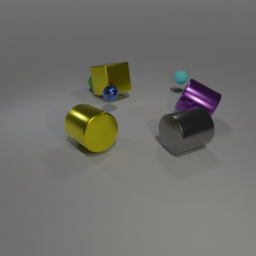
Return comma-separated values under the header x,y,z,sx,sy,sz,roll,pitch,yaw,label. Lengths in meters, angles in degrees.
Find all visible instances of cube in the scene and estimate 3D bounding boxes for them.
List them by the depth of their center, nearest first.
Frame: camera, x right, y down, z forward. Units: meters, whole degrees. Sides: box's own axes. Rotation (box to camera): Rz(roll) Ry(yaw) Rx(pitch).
x,y,z,sx,sy,sz,roll,pitch,yaw,label
-0.844,-2.422,13.731,1.400,1.400,1.400,-19,19,-34,cube

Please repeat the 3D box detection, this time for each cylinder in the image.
x,y,z,sx,sy,sz,roll,pitch,yaw,label
2.017,0.068,9.769,1.400,1.400,1.400,-15,33,-25,cylinder
-1.295,-0.031,9.807,1.400,1.400,1.400,-22,29,-33,cylinder
2.825,-1.079,11.385,1.400,1.400,1.400,30,35,5,cylinder

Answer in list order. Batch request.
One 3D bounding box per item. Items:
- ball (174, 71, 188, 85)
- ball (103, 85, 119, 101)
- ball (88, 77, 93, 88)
x,y,z,sx,sy,sz,roll,pitch,yaw,label
2.682,-2.548,14.189,0.700,0.700,0.700,0,29,0,ball
-0.754,-1.509,12.170,0.700,0.700,0.700,0,29,0,ball
-1.702,-2.371,14.431,0.700,0.700,0.700,0,29,0,ball
